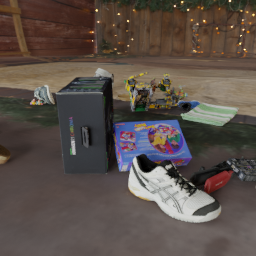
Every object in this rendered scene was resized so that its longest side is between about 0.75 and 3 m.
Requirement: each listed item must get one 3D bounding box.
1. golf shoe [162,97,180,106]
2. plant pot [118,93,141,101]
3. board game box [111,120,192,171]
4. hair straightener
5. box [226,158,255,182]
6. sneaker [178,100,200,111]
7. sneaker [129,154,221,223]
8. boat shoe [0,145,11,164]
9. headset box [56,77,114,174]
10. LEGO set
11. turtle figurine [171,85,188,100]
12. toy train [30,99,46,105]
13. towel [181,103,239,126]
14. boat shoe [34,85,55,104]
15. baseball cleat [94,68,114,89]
[{"bbox_3d":[1.943,-1.208,13.889,1.272,0.498,0.619,-4,-6,-12],"label":"golf shoe"},{"bbox_3d":[0.115,-1.692,15.508,1.408,0.194,1.408,0,19,0],"label":"plant pot"},{"bbox_3d":[0.605,0.439,7.633,1.920,0.430,1.291,-2,53,-16],"label":"board game box"},{"bbox_3d":[2.224,1.019,7.001,2.233,0.457,0.859,-16,25,-40],"label":"hair straightener"},{"bbox_3d":[2.961,1.027,6.900,0.851,0.185,0.682,6,29,-24],"label":"box"},{"bbox_3d":[2.959,-1.059,13.288,1.104,0.424,0.614,5,24,-8],"label":"sneaker"},{"bbox_3d":[0.879,1.174,5.813,2.134,0.936,0.807,16,22,33],"label":"sneaker"},{"bbox_3d":[-4.462,0.656,7.682,2.357,0.760,0.840,16,10,-7],"label":"boat shoe"},{"bbox_3d":[-1.078,-0.163,7.792,1.160,2.178,2.501,0,18,2],"label":"headset box"},{"bbox_3d":[1.111,-1.854,12.890,2.613,1.514,2.009,5,59,-4],"label":"LEGO set"},{"bbox_3d":[2.638,-1.899,15.147,1.120,0.831,1.155,2,15,19],"label":"turtle figurine"},{"bbox_3d":[-4.698,-1.381,14.510,0.834,0.232,0.626,5,19,16],"label":"toy train"},{"bbox_3d":[3.637,-0.653,12.268,1.853,0.284,2.429,14,23,33],"label":"towel"},{"bbox_3d":[-4.377,-1.660,14.488,0.826,0.973,2.674,-21,21,-15],"label":"boat shoe"},{"bbox_3d":[-2.029,-2.673,16.308,1.006,1.536,2.885,24,32,38],"label":"baseball cleat"}]
